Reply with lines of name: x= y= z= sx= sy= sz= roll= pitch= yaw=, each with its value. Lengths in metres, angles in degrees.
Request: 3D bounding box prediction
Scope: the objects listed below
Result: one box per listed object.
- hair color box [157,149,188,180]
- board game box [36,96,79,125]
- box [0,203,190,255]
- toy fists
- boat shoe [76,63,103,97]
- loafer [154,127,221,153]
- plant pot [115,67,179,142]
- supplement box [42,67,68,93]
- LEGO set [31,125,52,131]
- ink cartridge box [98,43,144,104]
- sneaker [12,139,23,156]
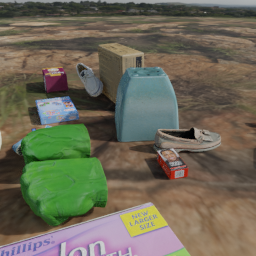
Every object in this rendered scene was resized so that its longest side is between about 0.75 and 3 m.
hair color box: x=0.996 y=0.803 z=6.373 sx=0.429 sy=0.259 sz=0.844 roll=-8 pitch=27 yaw=-14
board game box: x=-2.356 y=-0.611 z=9.207 sx=1.162 sy=0.281 sz=1.537 roll=-9 pitch=28 yaw=-19
box: x=-0.358 y=1.844 z=2.423 sx=1.658 sy=1.885 sz=0.911 roll=-10 pitch=28 yaw=-20
toy fists: x=-1.406 y=0.784 z=5.636 sx=1.412 sy=0.953 sz=2.770 roll=-3 pitch=29 yaw=-19
boat shoe: x=-1.538 y=-1.894 z=10.639 sx=0.656 sy=0.667 sz=1.880 roll=35 pitch=19 yaw=-45
loafer: x=1.553 y=0.252 z=7.129 sx=1.824 sy=0.574 sz=0.656 roll=-6 pitch=27 yaw=-12
plant pot: x=0.487 y=-0.776 z=7.925 sx=1.696 sy=1.728 sz=1.692 roll=-3 pitch=27 yaw=-5
supplement box: x=-3.030 y=-2.013 z=11.581 sx=0.888 sy=0.700 sz=1.357 roll=-9 pitch=28 yaw=-18
LEGO set: x=-1.892 y=0.395 z=7.001 sx=1.241 sy=0.304 sz=0.927 roll=13 pitch=49 yaw=-1
ink cartridge box: x=-0.286 y=-1.904 z=10.000 sx=0.856 sy=1.879 sz=2.280 roll=-14 pitch=30 yaw=-22
sneaker: x=-2.531 y=0.326 z=7.211 sx=0.452 sy=0.394 sz=1.005 roll=13 pitch=29 yaw=32
